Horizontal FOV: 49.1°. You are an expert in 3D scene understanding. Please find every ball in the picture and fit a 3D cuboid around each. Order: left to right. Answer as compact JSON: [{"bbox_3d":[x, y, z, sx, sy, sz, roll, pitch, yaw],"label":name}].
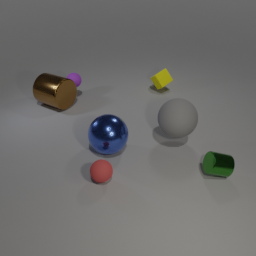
[{"bbox_3d":[-2.533,-2.240,13.131,0.700,0.700,0.700,0,33,0],"label":"ball"},{"bbox_3d":[-0.809,1.307,8.521,0.700,0.700,0.700,0,33,0],"label":"ball"},{"bbox_3d":[-0.682,0.218,9.693,1.400,1.400,1.400,0,33,0],"label":"ball"},{"bbox_3d":[1.745,-0.350,9.835,1.400,1.400,1.400,0,33,0],"label":"ball"}]

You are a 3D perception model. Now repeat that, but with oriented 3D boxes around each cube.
[{"bbox_3d":[1.672,-2.427,13.922,0.700,0.700,0.700,-36,8,-13],"label":"cube"}]

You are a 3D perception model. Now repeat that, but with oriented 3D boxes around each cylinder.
[{"bbox_3d":[-3.270,-1.658,12.573,1.400,1.400,1.400,18,37,27],"label":"cylinder"},{"bbox_3d":[2.793,1.116,8.660,0.700,0.700,0.700,11,31,-13],"label":"cylinder"}]
